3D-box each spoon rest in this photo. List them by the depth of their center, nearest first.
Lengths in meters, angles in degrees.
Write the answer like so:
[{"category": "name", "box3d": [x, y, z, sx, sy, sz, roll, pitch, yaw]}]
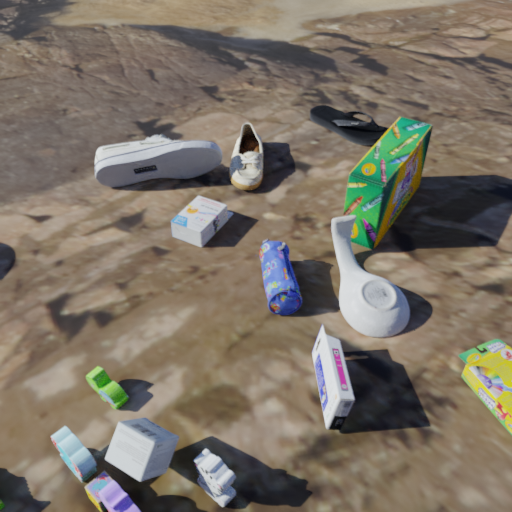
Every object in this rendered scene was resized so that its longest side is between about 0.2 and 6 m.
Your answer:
[{"category": "spoon rest", "box3d": [1.989, 0.424, 10.419, 1.245, 0.760, 2.507, -8, 56, -11]}]

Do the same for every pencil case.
[{"category": "pencil case", "box3d": [0.439, 0.356, 10.403, 0.604, 0.672, 1.548, 16, 38, -22]}]

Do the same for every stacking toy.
[{"category": "stacking toy", "box3d": [-2.124, 2.981, 7.422, 3.174, 0.746, 2.393, 30, 50, 30]}]

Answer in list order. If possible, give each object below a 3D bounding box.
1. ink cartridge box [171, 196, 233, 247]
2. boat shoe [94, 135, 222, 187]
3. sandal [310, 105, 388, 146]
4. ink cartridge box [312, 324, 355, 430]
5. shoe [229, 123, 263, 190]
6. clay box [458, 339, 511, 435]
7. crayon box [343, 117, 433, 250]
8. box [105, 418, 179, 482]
[{"category": "ink cartridge box", "box3d": [-1.115, -0.817, 11.870, 0.755, 0.445, 1.311, 20, 46, 21]}, {"category": "boat shoe", "box3d": [-2.302, -2.395, 13.131, 2.957, 1.048, 1.032, -11, 58, -4]}, {"category": "sandal", "box3d": [2.455, -3.548, 14.849, 2.471, 0.529, 0.939, 28, 49, 28]}, {"category": "ink cartridge box", "box3d": [1.152, 1.830, 8.626, 0.281, 0.718, 1.516, 5, 38, -11]}, {"category": "shoe", "box3d": [-0.236, -2.419, 13.521, 0.812, 0.620, 2.322, 0, 42, 0]}, {"category": "clay box", "box3d": [3.946, 2.061, 8.704, 0.906, 0.375, 1.578, -17, 44, -18]}, {"category": "crayon box", "box3d": [2.774, -1.590, 11.855, 0.793, 1.617, 2.722, 23, 47, 23]}, {"category": "box", "box3d": [-1.513, 2.569, 7.484, 0.643, 0.646, 0.554, 19, 88, 26]}]
